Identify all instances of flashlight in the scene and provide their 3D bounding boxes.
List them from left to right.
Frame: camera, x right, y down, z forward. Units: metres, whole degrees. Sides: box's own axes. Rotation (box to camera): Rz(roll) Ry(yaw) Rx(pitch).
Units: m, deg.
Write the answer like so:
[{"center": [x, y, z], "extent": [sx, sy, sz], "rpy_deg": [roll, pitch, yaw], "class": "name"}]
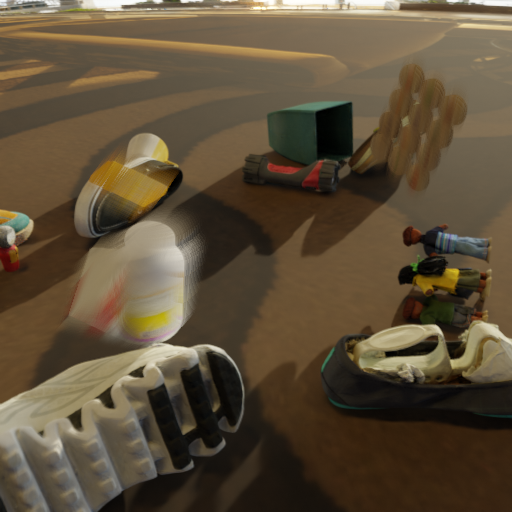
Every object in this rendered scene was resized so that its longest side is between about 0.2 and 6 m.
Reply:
[{"center": [0.725, -1.784, 11.730], "extent": [1.993, 0.677, 0.675], "rpy_deg": [13, 36, 19], "class": "flashlight"}]

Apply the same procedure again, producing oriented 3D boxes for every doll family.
[{"center": [2.665, 0.230, 8.070], "extent": [1.301, 0.883, 2.250], "rpy_deg": [7, 25, 20], "class": "doll family"}]

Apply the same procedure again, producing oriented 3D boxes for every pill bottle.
[{"center": [-1.093, 0.279, 5.816], "extent": [0.682, 1.308, 0.682], "rpy_deg": [5, 45, -5], "class": "pill bottle"}]

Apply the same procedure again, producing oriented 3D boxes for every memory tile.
[{"center": [2.597, -2.083, 9.239], "extent": [0.154, 1.836, 1.407], "rpy_deg": [-21, 57, -28], "class": "memory tile"}]

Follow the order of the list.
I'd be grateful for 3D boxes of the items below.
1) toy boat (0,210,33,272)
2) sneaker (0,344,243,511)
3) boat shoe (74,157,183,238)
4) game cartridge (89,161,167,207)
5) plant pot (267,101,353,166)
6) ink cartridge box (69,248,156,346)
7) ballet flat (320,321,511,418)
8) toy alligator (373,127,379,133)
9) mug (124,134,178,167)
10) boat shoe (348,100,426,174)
[{"center": [-4.235, -0.357, 9.133], "extent": [1.330, 0.735, 1.582], "rpy_deg": [-20, 35, -33], "class": "toy boat"}, {"center": [-1.869, 1.742, 5.100], "extent": [3.528, 1.326, 1.430], "rpy_deg": [-18, 17, -31], "class": "sneaker"}, {"center": [-2.259, -1.172, 10.338], "extent": [0.845, 1.025, 2.985], "rpy_deg": [8, 28, 14], "class": "boat shoe"}, {"center": [-1.439, -0.796, 6.269], "extent": [0.702, 0.114, 0.619], "rpy_deg": [23, -22, -29], "class": "game cartridge"}, {"center": [1.190, -2.989, 13.350], "extent": [1.296, 1.296, 1.834], "rpy_deg": [-24, 30, -35], "class": "plant pot"}, {"center": [-1.580, 0.519, 6.698], "extent": [0.481, 1.161, 0.852], "rpy_deg": [3, 67, 24], "class": "ink cartridge box"}, {"center": [2.128, 1.203, 6.131], "extent": [2.817, 1.029, 1.029], "rpy_deg": [1, 29, 1], "class": "ballet flat"}, {"center": [3.470, -2.919, 13.922], "extent": [2.128, 0.631, 0.577], "rpy_deg": [-18, -7, -28], "class": "toy alligator"}, {"center": [-2.325, -2.059, 12.099], "extent": [1.108, 0.887, 0.910], "rpy_deg": [-3, 37, 7], "class": "mug"}, {"center": [3.211, -2.559, 12.857], "extent": [2.732, 1.040, 0.979], "rpy_deg": [-43, 8, -27], "class": "boat shoe"}]
